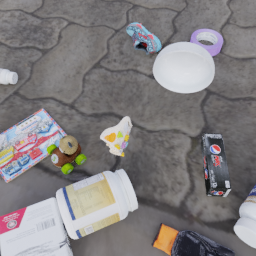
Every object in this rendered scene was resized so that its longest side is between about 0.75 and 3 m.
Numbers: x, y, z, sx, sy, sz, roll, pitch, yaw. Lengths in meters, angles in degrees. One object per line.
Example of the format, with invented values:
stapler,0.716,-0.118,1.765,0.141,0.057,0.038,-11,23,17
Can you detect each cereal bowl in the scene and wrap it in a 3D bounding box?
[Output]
cereal bowl,1.653,-1.852,8.244,1.765,1.765,0.735,11,60,7

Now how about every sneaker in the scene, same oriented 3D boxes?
sneaker,0.518,-3.962,12.431,0.950,0.788,1.988,-39,63,-21

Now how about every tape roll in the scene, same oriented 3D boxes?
tape roll,3.493,-3.822,12.528,1.389,0.456,1.389,0,56,1

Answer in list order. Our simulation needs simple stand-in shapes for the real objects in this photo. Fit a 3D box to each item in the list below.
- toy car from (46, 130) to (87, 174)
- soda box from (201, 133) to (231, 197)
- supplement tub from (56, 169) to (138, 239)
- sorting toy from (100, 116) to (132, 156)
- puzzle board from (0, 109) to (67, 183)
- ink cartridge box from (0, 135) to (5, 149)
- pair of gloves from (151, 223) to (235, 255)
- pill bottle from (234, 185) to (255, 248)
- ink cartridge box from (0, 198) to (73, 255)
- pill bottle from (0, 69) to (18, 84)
toy car,-1.992,0.633,8.874,1.046,1.326,1.089,-35,69,-22
soda box,2.774,1.155,8.970,0.622,0.695,1.965,1,56,4
supplement tub,-0.856,2.073,7.886,1.989,1.436,1.436,-19,58,-13
sorting toy,-0.146,0.148,6.073,0.444,0.831,0.748,24,72,21
puzzle board,-3.535,0.489,9.728,2.469,0.215,1.861,-36,63,-22
ink cartridge box,-4.888,0.837,9.089,1.058,0.619,1.825,4,59,12
pair of gloves,1.591,4.130,7.161,2.593,0.360,2.910,17,55,13
pill bottle,3.924,2.278,7.910,1.173,1.173,2.115,37,63,22
ink cartridge box,-2.378,3.231,7.409,1.604,0.921,2.208,-18,57,-12
pill bottle,-5.022,-2.069,11.246,1.036,0.592,0.592,9,56,6
